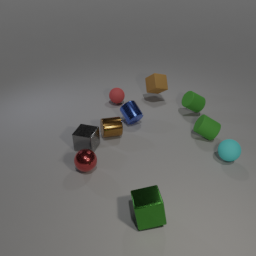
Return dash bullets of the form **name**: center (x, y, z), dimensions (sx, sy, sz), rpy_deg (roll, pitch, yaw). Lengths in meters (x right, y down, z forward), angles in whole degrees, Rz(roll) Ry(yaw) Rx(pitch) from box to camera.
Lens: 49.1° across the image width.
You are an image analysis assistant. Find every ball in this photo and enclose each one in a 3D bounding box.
- **ball**: center (3.200, 0.702, 8.841), dimensions (0.700, 0.700, 0.700), rpy_deg (0, 31, 0)
- **ball**: center (-0.497, -1.454, 12.517), dimensions (0.700, 0.700, 0.700), rpy_deg (0, 31, 0)
- **ball**: center (-1.288, 0.982, 8.519), dimensions (0.700, 0.700, 0.700), rpy_deg (0, 31, 0)

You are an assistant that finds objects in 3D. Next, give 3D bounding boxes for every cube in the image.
- **cube**: center (-1.418, 0.366, 9.592), dimensions (0.700, 0.700, 0.700), rpy_deg (9, 35, 15)
- **cube**: center (1.277, -1.982, 12.545), dimensions (0.700, 0.700, 0.700), rpy_deg (0, -11, -34)
- **cube**: center (0.495, 1.936, 6.852), dimensions (0.700, 0.700, 0.700), rpy_deg (-12, 25, -2)

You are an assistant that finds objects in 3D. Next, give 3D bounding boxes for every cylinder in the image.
- **cylinder**: center (2.682, -1.074, 11.470), dimensions (0.700, 0.700, 0.700), rpy_deg (21, 21, -27)
- **cylinder**: center (-0.606, -0.033, 10.162), dimensions (0.700, 0.700, 0.700), rpy_deg (-7, 32, -15)
- **cylinder**: center (2.820, -0.022, 10.008), dimensions (0.700, 0.700, 0.700), rpy_deg (29, 32, -7)
- **cylinder**: center (0.138, -0.605, 11.002), dimensions (0.700, 0.700, 0.700), rpy_deg (-21, 70, -30)
